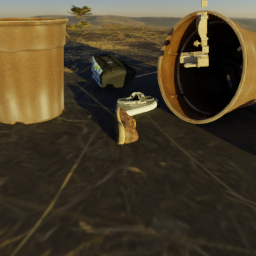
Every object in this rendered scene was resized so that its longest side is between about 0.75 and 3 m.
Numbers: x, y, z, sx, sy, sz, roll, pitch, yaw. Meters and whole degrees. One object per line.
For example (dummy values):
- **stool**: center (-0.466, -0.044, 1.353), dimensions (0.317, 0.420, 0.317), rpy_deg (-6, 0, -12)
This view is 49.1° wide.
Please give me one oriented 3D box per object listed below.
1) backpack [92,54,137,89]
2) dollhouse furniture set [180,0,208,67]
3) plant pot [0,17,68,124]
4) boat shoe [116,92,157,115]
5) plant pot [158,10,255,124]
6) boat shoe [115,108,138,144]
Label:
- **backpack**: center (-0.785, -2.355, 11.497), dimensions (1.563, 1.473, 1.916), rpy_deg (-15, 53, -27)
- **dollhouse furniture set**: center (1.482, -2.142, 6.336), dimensions (0.628, 1.287, 1.097), rpy_deg (-1, 28, 13)
- **plant pot**: center (-3.009, -1.697, 8.043), dimensions (2.743, 2.716, 2.743), rpy_deg (0, 22, 0)
- **boat shoe**: center (0.300, -0.835, 8.728), dimensions (1.708, 0.579, 0.613), rpy_deg (-19, 30, -38)
- **plant pot**: center (2.932, -1.707, 8.293), dimensions (2.900, 2.930, 2.930), rpy_deg (-7, 22, -36)
- **boat shoe**: center (-0.059, -0.061, 7.053), dimensions (0.497, 0.530, 1.473), rpy_deg (2, 29, -9)
